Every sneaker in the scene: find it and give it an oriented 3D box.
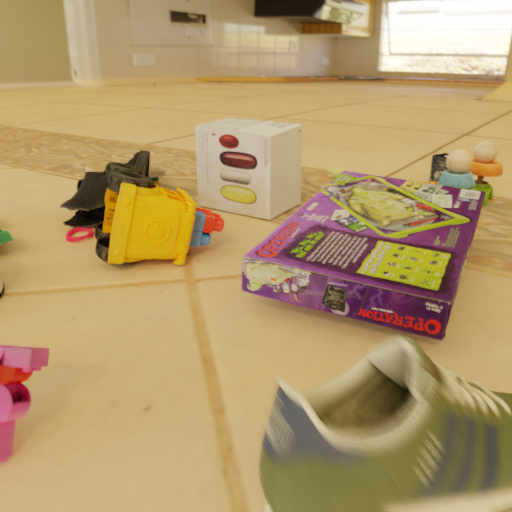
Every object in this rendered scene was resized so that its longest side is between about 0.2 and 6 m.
[{"bbox_3d":[1.539,1.421,4.927,3.282,1.474,1.101,-9,12,-22],"label":"sneaker"},{"bbox_3d":[-3.329,-1.625,12.776,1.578,0.908,3.025,6,38,-8],"label":"sneaker"}]

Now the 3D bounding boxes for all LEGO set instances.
[{"bbox_3d":[-4.053,1.538,5.343,3.642,1.494,1.389,1,-9,14],"label":"LEGO set"}]

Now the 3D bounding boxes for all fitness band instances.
[{"bbox_3d":[-3.602,-0.438,11.450,0.516,0.134,0.718,-4,21,-3],"label":"fitness band"}]

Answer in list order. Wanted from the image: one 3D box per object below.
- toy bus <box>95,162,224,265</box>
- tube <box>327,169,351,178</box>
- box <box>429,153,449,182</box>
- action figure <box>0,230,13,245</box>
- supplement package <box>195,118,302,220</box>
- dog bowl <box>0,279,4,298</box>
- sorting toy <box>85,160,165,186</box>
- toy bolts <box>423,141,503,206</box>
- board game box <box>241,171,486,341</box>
[{"bbox_3d":[-1.829,-0.759,10.619,2.247,1.589,2.341,6,16,-20],"label":"toy bus"},{"bbox_3d":[2.524,-2.048,14.876,0.506,0.565,1.948,-31,21,-3],"label":"tube"},{"bbox_3d":[5.025,-2.136,14.555,0.523,0.890,0.875,-13,26,-29],"label":"box"},{"bbox_3d":[-5.750,-0.598,11.157,1.584,0.733,2.681,-13,22,-21],"label":"action figure"},{"bbox_3d":[-0.165,-2.078,13.014,2.027,1.938,1.491,13,26,29],"label":"supplement package"},{"bbox_3d":[-5.135,0.349,8.609,2.223,0.819,2.223,0,22,0],"label":"dog bowl"},{"bbox_3d":[-3.446,-2.053,14.778,1.622,0.568,1.631,-14,27,-30],"label":"sorting toy"},{"bbox_3d":[4.703,-1.950,13.342,2.017,1.464,2.111,13,25,28],"label":"toy bolts"},{"bbox_3d":[2.115,-0.365,9.545,2.951,0.794,4.917,17,29,20],"label":"board game box"}]
